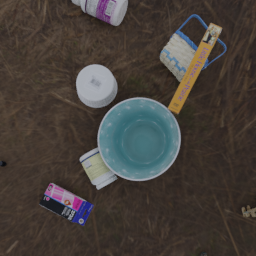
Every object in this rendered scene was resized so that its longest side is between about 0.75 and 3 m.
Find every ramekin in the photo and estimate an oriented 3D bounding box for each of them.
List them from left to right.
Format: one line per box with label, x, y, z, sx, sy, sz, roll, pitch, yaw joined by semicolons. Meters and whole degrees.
ramekin;-1.287;-1.723;11.324;1.691;0.824;1.691;0;81;0

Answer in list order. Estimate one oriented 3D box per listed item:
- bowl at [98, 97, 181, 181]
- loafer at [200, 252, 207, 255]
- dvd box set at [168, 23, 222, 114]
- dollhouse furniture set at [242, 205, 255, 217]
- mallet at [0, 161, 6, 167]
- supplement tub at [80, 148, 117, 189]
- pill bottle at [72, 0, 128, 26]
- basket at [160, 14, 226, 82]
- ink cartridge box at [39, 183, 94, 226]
bowl;0.501;0.468;10.464;2.941;1.538;2.941;-2;81;12
loafer;2.829;5.185;10.513;0.343;0.301;0.955;6;81;1
dvd box set;2.128;-1.806;9.214;0.412;2.048;2.800;27;99;7
dollhouse furniture set;4.913;2.981;10.633;0.910;0.797;0.604;-7;82;-28
mallet;-5.271;1.149;11.126;1.017;0.335;0.209;43;84;6
supplement tub;-1.109;1.538;10.720;1.008;1.008;1.390;-29;83;-4
pill bottle;-1.195;-5.232;11.683;2.157;1.211;1.211;26;82;4
basket;2.467;-3.127;11.135;2.238;1.557;1.974;-41;86;5
ink cartridge box;-2.381;2.971;10.860;1.915;0.355;0.907;27;82;2
